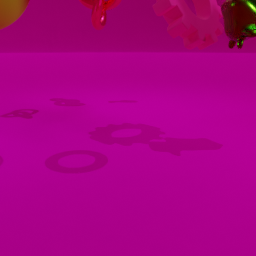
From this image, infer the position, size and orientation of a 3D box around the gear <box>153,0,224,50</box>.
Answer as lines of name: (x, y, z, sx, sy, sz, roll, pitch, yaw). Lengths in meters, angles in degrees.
gear: (1.083, -2.304, 5.031, 1.768, 1.768, 0.327, -16, -2, -43)

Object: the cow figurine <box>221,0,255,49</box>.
cow figurine: (2.259, -1.894, 4.298, 1.542, 1.517, 0.846, 11, 16, -6)

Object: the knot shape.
knot shape: (-0.812, -3.911, 8.165, 0.822, 1.778, 1.664, -17, 4, -28)

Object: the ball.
ball: (-1.811, -1.818, 3.195, 1.394, 1.394, 1.394, 0, 16, 0)
